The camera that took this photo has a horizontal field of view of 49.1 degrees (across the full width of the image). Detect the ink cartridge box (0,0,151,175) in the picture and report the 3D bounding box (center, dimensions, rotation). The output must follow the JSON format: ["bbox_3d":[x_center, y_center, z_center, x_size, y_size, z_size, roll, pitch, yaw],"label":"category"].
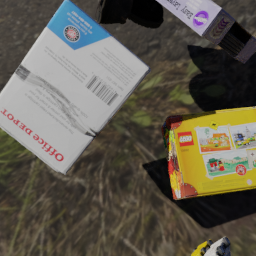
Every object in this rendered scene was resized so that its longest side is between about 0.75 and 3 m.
[{"bbox_3d":[-1.186,-0.800,6.013,2.072,1.196,2.856,40,103,-4],"label":"ink cartridge box"}]

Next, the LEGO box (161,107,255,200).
[{"bbox_3d":[2.085,0.552,6.235,2.346,0.905,1.747,-6,73,-6],"label":"LEGO box"}]

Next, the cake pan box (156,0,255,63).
[{"bbox_3d":[1.671,-2.636,6.495,2.385,0.677,2.590,1,42,-48],"label":"cake pan box"}]

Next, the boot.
[{"bbox_3d":[0.264,-4.352,7.730,2.975,2.224,1.119,30,48,-17],"label":"boot"}]

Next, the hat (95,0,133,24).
[{"bbox_3d":[-0.348,-3.103,7.191,0.812,2.013,2.013,20,66,-17],"label":"hat"}]

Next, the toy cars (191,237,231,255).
[{"bbox_3d":[1.679,2.605,5.662,0.839,1.871,0.414,-31,70,-15],"label":"toy cars"}]
